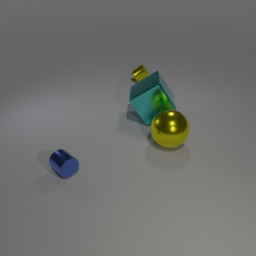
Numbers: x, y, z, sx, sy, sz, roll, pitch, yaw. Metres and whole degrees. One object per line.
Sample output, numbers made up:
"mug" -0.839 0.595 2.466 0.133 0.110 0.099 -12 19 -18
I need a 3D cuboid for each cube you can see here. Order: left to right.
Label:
"cube" 1.011 -1.239 11.575 1.400 1.400 1.400 -28 26 20

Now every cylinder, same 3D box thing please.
"cylinder" -2.038 1.122 8.922 0.700 0.700 0.700 -26 40 -35
"cylinder" 0.699 -3.006 15.331 0.700 0.700 0.700 -33 23 23

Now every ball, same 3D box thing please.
"ball" 1.505 0.030 10.029 1.400 1.400 1.400 0 32 0
